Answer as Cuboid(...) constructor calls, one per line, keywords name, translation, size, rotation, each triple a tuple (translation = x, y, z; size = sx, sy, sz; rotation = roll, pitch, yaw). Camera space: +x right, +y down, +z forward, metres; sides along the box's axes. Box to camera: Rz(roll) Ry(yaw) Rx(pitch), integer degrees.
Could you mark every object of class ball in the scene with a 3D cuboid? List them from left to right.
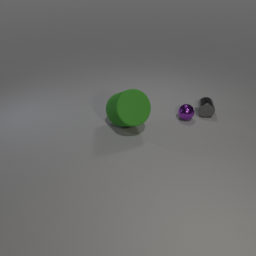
Cuboid(name="ball", translation=(2.508, -0.686, 12.061), size=(0.700, 0.700, 0.700), rotation=(0, 32, 0))

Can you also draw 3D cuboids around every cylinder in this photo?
Cuboid(name="cylinder", translation=(-0.016, -0.766, 11.061), size=(1.400, 1.400, 1.400), rotation=(-14, 5, -21))
Cuboid(name="cylinder", translation=(3.468, -0.914, 12.427), size=(0.700, 0.700, 0.700), rotation=(5, 32, 7))
